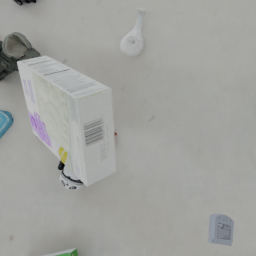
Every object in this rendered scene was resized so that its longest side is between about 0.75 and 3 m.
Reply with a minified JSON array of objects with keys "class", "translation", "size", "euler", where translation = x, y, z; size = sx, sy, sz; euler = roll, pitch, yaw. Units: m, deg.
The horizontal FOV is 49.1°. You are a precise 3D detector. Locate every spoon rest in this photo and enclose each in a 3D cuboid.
[{"class":"spoon rest","translation":[0.276,-3.470,10.339],"size":[0.876,0.534,1.763],"euler":[17,89,6]}]

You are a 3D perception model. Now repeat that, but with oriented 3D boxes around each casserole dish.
[{"class":"casserole dish","translation":[-4.495,-0.070,9.476],"size":[0.778,0.249,1.284],"euler":[36,78,9]}]

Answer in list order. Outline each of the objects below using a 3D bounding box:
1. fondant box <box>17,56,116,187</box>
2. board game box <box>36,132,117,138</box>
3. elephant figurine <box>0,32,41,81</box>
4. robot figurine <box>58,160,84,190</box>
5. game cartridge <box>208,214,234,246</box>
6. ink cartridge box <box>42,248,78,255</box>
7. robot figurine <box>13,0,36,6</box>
[{"class":"fondant box","translation":[-1.502,-0.304,6.678],"size":[0.862,2.135,2.960],"euler":[-23,37,-31]},{"class":"board game box","translation":[-1.713,0.246,9.396],"size":[2.406,0.234,1.239],"euler":[23,75,6]},{"class":"elephant figurine","translation":[-3.735,-2.384,9.620],"size":[2.347,1.821,1.660],"euler":[-18,31,-15]},{"class":"robot figurine","translation":[-1.590,1.278,8.695],"size":[0.981,0.814,1.305],"euler":[33,100,48]},{"class":"game cartridge","translation":[1.981,2.151,5.947],"size":[0.186,0.918,0.612],"euler":[-2,68,44]},{"class":"ink cartridge box","translation":[-2.120,4.754,7.778],"size":[1.664,0.943,2.270],"euler":[-12,75,-3]},{"class":"robot figurine","translation":[-3.978,-5.243,10.634],"size":[1.216,0.759,0.914],"euler":[35,67,9]}]
